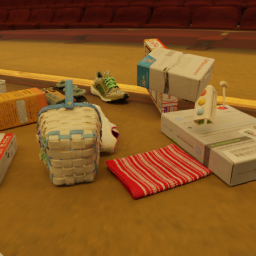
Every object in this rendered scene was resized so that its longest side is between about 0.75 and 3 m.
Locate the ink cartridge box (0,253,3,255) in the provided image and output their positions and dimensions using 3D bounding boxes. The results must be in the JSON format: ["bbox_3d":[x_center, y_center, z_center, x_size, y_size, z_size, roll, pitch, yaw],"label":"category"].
[{"bbox_3d":[-1.705,1.720,2.725,1.948,1.410,0.818,19,31,35],"label":"ink cartridge box"}]

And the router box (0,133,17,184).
[{"bbox_3d":[-3.512,0.723,6.214,1.631,0.444,1.817,-4,24,-8],"label":"router box"}]

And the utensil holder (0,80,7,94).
[{"bbox_3d":[-4.929,-1.363,10.563,0.664,0.781,0.664,0,24,0],"label":"utensil holder"}]

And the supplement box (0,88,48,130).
[{"bbox_3d":[-3.888,-0.483,8.388,2.776,0.955,0.924,-19,28,-32],"label":"supplement box"}]

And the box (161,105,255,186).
[{"bbox_3d":[2.551,0.218,7.166,2.335,0.617,2.996,-9,26,-21],"label":"box"}]

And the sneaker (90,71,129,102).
[{"bbox_3d":[-0.791,-1.687,10.973,0.900,1.037,2.340,-17,29,-33],"label":"sneaker"}]

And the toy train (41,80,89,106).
[{"bbox_3d":[-2.205,-0.910,9.493,1.272,0.951,2.233,-28,36,-26],"label":"toy train"}]

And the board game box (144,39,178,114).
[{"bbox_3d":[1.032,-1.746,9.231,0.530,1.735,2.291,-8,35,-9],"label":"board game box"}]

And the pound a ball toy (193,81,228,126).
[{"bbox_3d":[1.924,-0.631,6.585,0.683,1.048,0.445,-8,-29,42],"label":"pound a ball toy"}]

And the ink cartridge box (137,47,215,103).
[{"bbox_3d":[0.768,-0.900,4.564,1.044,0.448,0.764,21,44,22],"label":"ink cartridge box"}]

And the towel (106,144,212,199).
[{"bbox_3d":[0.637,0.875,6.169,1.955,0.220,1.414,-12,27,-25],"label":"towel"}]

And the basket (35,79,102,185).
[{"bbox_3d":[-1.248,0.084,6.085,1.378,1.747,1.982,-1,34,-7],"label":"basket"}]

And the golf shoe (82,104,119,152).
[{"bbox_3d":[-0.762,0.034,7.565,1.014,0.834,2.215,10,27,-7],"label":"golf shoe"}]
